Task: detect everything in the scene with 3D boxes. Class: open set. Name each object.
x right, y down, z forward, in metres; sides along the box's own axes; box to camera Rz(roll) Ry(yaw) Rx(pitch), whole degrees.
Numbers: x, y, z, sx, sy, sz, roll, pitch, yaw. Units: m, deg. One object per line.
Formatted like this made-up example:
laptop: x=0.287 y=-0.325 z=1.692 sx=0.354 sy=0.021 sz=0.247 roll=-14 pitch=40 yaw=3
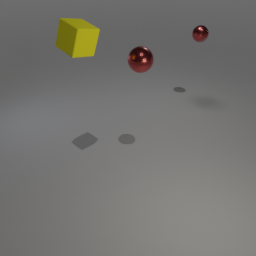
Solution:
ball: x=3.145 y=-4.094 z=12.171 sx=0.700 sy=0.700 sz=0.700 roll=0 pitch=31 yaw=0
cube: x=-1.228 y=-2.187 z=6.788 sx=0.700 sy=0.700 sz=0.700 roll=37 pitch=36 yaw=26
ball: x=0.339 y=-1.834 z=7.530 sx=0.700 sy=0.700 sz=0.700 roll=0 pitch=31 yaw=0
